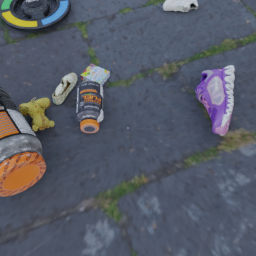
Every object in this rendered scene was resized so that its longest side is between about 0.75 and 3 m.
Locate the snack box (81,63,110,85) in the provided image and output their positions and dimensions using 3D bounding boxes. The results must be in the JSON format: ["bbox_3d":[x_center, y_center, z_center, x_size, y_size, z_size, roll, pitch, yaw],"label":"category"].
[{"bbox_3d":[-1.118,-1.803,9.626,0.779,0.264,0.657,26,62,13],"label":"snack box"}]

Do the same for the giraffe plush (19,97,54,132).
[{"bbox_3d":[-2.700,-0.357,8.475,0.972,1.127,0.914,-23,90,-16],"label":"giraffe plush"}]

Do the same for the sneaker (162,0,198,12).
[{"bbox_3d":[2.165,-5.047,11.424,1.554,0.579,0.677,-17,65,-9],"label":"sneaker"}]

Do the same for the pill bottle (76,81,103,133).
[{"bbox_3d":[-1.162,-0.625,8.582,0.817,0.817,1.538,-3,60,-2],"label":"pill bottle"}]

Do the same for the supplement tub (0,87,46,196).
[{"bbox_3d":[-3.489,0.281,7.502,1.754,1.754,2.862,-32,64,-18],"label":"supplement tub"}]

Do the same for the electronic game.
[{"bbox_3d":[-3.724,-4.886,11.290,2.819,0.587,2.819,0,59,0],"label":"electronic game"}]

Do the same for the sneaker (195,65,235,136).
[{"bbox_3d":[2.664,-0.908,8.731,1.150,1.047,2.602,7,55,12],"label":"sneaker"}]

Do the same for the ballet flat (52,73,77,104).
[{"bbox_3d":[-2.072,-1.399,9.270,0.477,0.441,1.414,12,59,13],"label":"ballet flat"}]
